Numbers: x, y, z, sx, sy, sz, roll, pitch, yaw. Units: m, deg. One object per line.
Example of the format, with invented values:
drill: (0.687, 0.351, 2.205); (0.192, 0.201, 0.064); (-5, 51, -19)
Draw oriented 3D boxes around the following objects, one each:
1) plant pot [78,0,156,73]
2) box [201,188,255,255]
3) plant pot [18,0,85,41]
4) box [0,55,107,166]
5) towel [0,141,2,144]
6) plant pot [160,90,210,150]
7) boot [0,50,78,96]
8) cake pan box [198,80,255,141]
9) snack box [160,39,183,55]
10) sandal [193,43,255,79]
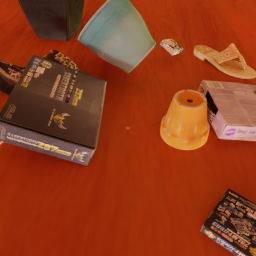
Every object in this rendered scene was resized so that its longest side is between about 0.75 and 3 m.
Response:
plant pot: (-0.222, -2.862, 8.922); (1.892, 2.013, 2.013); (43, 47, -11)
box: (2.341, 2.012, 5.776); (1.230, 0.306, 1.221); (29, 50, 28)
plant pot: (-3.157, -5.108, 12.276); (2.223, 1.977, 2.228); (9, 44, 9)
box: (-1.908, -0.608, 7.683); (2.363, 0.764, 2.997); (19, 42, -14)
towel: (-4.289, -0.024, 8.051); (1.981, 0.225, 1.427); (25, 49, 24)
plant pot: (1.589, -0.308, 7.600); (1.348, 1.234, 1.348); (0, 42, 0)
boot: (-3.268, -1.927, 9.510); (2.787, 1.020, 2.099); (27, 50, 21)
cake pan box: (3.296, -0.527, 8.059); (2.293, 0.600, 2.112); (3, 40, -12)
snack box: (1.673, -3.090, 10.638); (0.644, 0.206, 1.109); (44, 32, 6)
sandal: (3.646, -2.789, 10.549); (0.991, 0.889, 2.702); (-31, 51, -29)
